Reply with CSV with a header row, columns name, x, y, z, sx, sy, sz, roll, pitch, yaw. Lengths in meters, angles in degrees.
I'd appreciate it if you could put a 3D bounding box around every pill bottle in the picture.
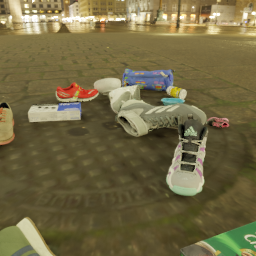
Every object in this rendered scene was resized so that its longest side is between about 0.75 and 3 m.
name,x,y,z,sx,sy,sz,roll,pitch,yaw
pill bottle,2.222,-1.629,12.868,0.479,0.479,0.839,-19,32,-37

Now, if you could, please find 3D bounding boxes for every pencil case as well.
name,x,y,z,sx,sy,sz,roll,pitch,yaw
pencil case,0.998,-2.423,14.007,2.616,1.021,1.136,4,-16,11

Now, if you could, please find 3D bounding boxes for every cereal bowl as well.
name,x,y,z,sx,sy,sz,roll,pitch,yaw
cereal bowl,-0.942,-1.882,13.164,1.269,0.528,1.269,-7,-9,-1

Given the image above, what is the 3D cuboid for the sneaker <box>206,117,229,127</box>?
name,x,y,z,sx,sy,sz,roll,pitch,yaw
sneaker,3.180,-0.161,9.861,0.801,0.317,0.382,-1,35,0

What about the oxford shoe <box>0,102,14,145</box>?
name,x,y,z,sx,sy,sz,roll,pitch,yaw
oxford shoe,-4.158,-0.173,9.072,0.823,0.873,2.335,-6,25,-21

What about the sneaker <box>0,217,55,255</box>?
name,x,y,z,sx,sy,sz,roll,pitch,yaw
sneaker,-1.483,2.169,3.863,1.067,0.797,2.377,-18,24,-34

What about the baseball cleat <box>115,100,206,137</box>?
name,x,y,z,sx,sy,sz,roll,pitch,yaw
baseball cleat,1.023,-0.177,9.321,2.945,1.027,1.567,7,40,22

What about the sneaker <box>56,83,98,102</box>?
name,x,y,z,sx,sy,sz,roll,pitch,yaw
sneaker,-2.251,-1.628,12.528,1.908,0.810,0.735,-7,24,-16

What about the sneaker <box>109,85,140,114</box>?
name,x,y,z,sx,sy,sz,roll,pitch,yaw
sneaker,-0.286,-1.092,11.297,1.136,0.997,2.834,0,16,14

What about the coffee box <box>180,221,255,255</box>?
name,x,y,z,sx,sy,sz,roll,pitch,yaw
coffee box,1.935,2.122,4.348,1.973,0.434,1.213,-9,25,-20

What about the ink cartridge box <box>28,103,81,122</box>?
name,x,y,z,sx,sy,sz,roll,pitch,yaw
ink cartridge box,-2.753,-0.611,10.687,1.872,0.414,0.880,-3,25,-6

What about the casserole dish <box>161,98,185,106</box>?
name,x,y,z,sx,sy,sz,roll,pitch,yaw
casserole dish,1.943,-1.118,12.136,1.017,0.197,0.616,1,24,4

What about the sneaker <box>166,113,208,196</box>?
name,x,y,z,sx,sy,sz,roll,pitch,yaw
sneaker,1.462,0.443,6.765,0.885,1.592,2.276,5,24,12
